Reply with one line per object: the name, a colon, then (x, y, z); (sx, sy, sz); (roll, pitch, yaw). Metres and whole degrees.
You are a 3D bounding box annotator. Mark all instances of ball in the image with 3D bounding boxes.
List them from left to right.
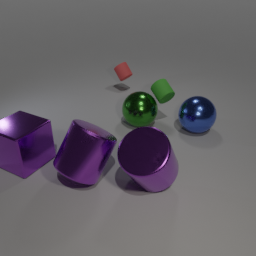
ball: (0.465, -0.726, 10.920); (1.400, 1.400, 1.400); (0, 30, 0)
ball: (2.596, -0.501, 10.516); (1.400, 1.400, 1.400); (0, 30, 0)

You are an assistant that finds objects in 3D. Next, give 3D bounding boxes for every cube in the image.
cube: (-3.333, 0.469, 8.824); (1.400, 1.400, 1.400); (16, 34, 25)

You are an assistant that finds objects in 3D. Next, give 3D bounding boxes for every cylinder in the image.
cylinder: (-1.218, 0.664, 8.012); (1.400, 1.400, 1.400); (26, 7, -3)
cylinder: (-0.235, -2.788, 13.840); (0.700, 0.700, 0.700); (-30, 0, 0)
cylinder: (0.580, 0.875, 7.605); (1.400, 1.400, 1.400); (-8, 60, 15)
cylinder: (1.333, -1.415, 10.767); (0.700, 0.700, 0.700); (-17, 66, -27)
